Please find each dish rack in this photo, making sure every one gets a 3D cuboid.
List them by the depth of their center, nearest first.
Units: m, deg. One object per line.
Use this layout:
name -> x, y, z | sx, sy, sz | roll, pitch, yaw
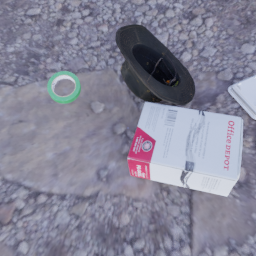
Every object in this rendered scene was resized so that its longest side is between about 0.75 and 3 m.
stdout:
dish rack -> 4.103, -1.052, 8.840 | 1.312, 0.333, 1.528 | -22, 60, -15

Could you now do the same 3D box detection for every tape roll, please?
tape roll -> -1.922, -1.229, 8.460 | 0.978, 0.235, 0.978 | 1, 73, -2

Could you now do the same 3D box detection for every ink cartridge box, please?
ink cartridge box -> 1.503, 0.509, 7.356 | 2.611, 1.088, 1.896 | 11, 56, 13

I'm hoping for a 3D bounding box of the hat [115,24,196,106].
hat -> 0.601, -1.654, 8.523 | 2.993, 1.207, 2.993 | 23, 47, -27
